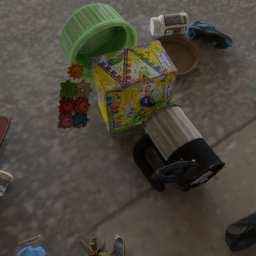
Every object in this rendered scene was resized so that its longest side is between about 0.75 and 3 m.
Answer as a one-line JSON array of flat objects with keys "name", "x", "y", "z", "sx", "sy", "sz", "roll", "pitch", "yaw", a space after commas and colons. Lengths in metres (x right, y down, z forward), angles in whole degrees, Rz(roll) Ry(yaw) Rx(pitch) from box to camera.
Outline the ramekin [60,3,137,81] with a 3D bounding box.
[{"name": "ramekin", "x": -1.127, "y": -3.120, "z": 10.196, "sx": 2.697, "sy": 2.697, "sz": 1.317, "roll": -28, "pitch": 70, "yaw": -15}]

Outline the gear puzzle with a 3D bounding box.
[{"name": "gear puzzle", "x": -1.676, "y": -1.011, "z": 9.127, "sx": 1.159, "sy": 2.238, "sz": 0.293, "roll": -3, "pitch": 20, "yaw": -32}]

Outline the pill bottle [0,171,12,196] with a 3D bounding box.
[{"name": "pill bottle", "x": -4.262, "y": 1.901, "z": 9.196, "sx": 0.532, "sy": 0.532, "sz": 0.914, "roll": 15, "pitch": 61, "yaw": 9}]

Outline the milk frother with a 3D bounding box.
[{"name": "milk frother", "x": 1.390, "y": 0.549, "z": 8.747, "sx": 2.455, "sy": 2.720, "sz": 2.558, "roll": -28, "pitch": 63, "yaw": -11}]

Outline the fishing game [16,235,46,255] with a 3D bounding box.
[{"name": "fishing game", "x": -2.860, "y": 3.940, "z": 8.210, "sx": 0.969, "sy": 0.210, "sz": 1.354, "roll": -20, "pitch": 54, "yaw": -12}]

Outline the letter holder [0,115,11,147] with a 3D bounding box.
[{"name": "letter holder", "x": -5.078, "y": 0.907, "z": 9.295, "sx": 1.990, "sy": 1.408, "sz": 2.799, "roll": 14, "pitch": 61, "yaw": 6}]

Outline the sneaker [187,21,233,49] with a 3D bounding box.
[{"name": "sneaker", "x": 3.809, "y": -4.293, "z": 12.676, "sx": 2.106, "sy": 0.771, "sz": 0.863, "roll": 29, "pitch": 64, "yaw": 16}]

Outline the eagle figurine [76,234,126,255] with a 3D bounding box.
[{"name": "eagle figurine", "x": -0.343, "y": 3.712, "z": 7.298, "sx": 2.158, "sy": 1.637, "sz": 1.628, "roll": -5, "pitch": 63, "yaw": 49}]

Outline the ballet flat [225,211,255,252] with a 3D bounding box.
[{"name": "ballet flat", "x": 4.125, "y": 3.021, "z": 8.593, "sx": 2.598, "sy": 0.738, "sz": 0.863, "roll": -14, "pitch": 23, "yaw": -11}]

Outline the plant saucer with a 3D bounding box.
[{"name": "plant saucer", "x": 1.944, "y": -3.117, "z": 12.240, "sx": 2.352, "sy": 0.347, "sz": 2.352, "roll": 0, "pitch": 60, "yaw": 1}]

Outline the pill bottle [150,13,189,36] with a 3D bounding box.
[{"name": "pill bottle", "x": 1.880, "y": -4.734, "z": 12.852, "sx": 1.609, "sy": 0.910, "sz": 0.910, "roll": -8, "pitch": 60, "yaw": -5}]

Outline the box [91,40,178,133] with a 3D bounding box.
[{"name": "box", "x": 0.185, "y": -1.370, "z": 9.936, "sx": 2.438, "sy": 2.531, "sz": 1.544, "roll": -17, "pitch": 60, "yaw": -11}]
